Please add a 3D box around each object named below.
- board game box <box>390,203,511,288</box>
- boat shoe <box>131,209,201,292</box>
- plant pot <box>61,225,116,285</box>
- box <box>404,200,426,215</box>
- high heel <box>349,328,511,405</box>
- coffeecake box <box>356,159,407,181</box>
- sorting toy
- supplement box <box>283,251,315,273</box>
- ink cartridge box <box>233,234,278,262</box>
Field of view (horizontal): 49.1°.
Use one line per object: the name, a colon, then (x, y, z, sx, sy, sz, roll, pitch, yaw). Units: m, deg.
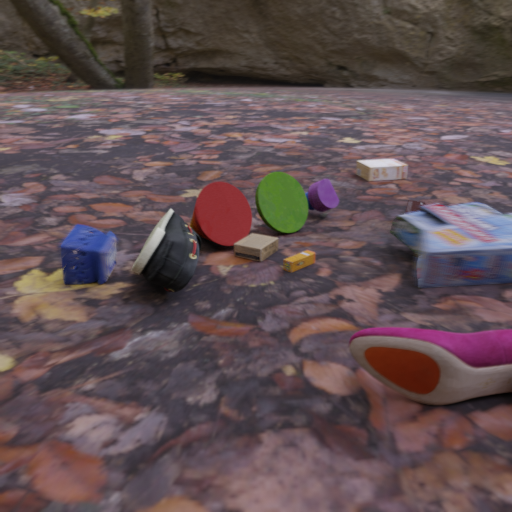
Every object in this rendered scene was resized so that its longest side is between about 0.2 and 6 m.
board game box: (3.920, -0.293, 10.823, 2.661, 0.821, 2.662, -10, 33, -19)
boat shoe: (-1.632, -0.112, 10.624, 0.999, 1.166, 3.187, 30, 8, -13)
plant pot: (-3.053, 0.006, 10.355, 0.791, 0.879, 0.879, 7, 31, 1)
box: (3.835, -1.058, 13.434, 0.407, 0.411, 0.496, 13, -8, 26)
high heel: (2.616, 1.222, 7.161, 2.848, 0.960, 1.369, 17, 34, 4)
coffeecake box: (3.998, -2.756, 17.905, 1.297, 0.474, 0.996, -5, 22, -14)
sorting toy: (0.044, -1.046, 13.180, 4.187, 1.452, 1.442, -15, -2, -38)
supplement box: (0.853, 0.104, 11.001, 0.247, 0.239, 0.718, 19, 28, 40)
ink cartridge box: (0.006, -0.182, 11.635, 0.653, 0.298, 0.793, 11, 24, 28)
